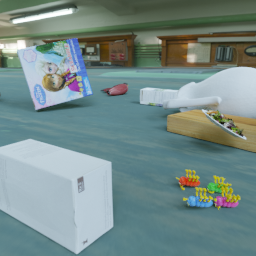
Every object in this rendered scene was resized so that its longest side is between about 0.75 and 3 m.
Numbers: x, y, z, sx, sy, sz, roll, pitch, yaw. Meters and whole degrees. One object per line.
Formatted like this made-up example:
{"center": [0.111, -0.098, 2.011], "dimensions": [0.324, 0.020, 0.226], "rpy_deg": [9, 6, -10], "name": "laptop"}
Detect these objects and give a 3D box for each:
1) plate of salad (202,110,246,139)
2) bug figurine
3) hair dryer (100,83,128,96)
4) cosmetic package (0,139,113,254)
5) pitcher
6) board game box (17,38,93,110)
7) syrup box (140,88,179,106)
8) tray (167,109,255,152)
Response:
{"center": [1.849, -0.113, 5.326], "dimensions": [0.977, 0.235, 0.977], "rpy_deg": [30, 16, -9], "name": "plate of salad"}
{"center": [1.062, 0.864, 3.789], "dimensions": [0.760, 0.252, 0.980], "rpy_deg": [6, 11, 1], "name": "bug figurine"}
{"center": [-0.699, -1.834, 13.989], "dimensions": [1.475, 0.526, 1.936], "rpy_deg": [-16, 9, 7], "name": "hair dryer"}
{"center": [-0.920, 0.695, 3.284], "dimensions": [1.499, 0.846, 0.608], "rpy_deg": [12, 19, 33], "name": "cosmetic package"}
{"center": [2.499, -0.819, 7.934], "dimensions": [2.231, 1.577, 2.601], "rpy_deg": [-18, 14, -39], "name": "pitcher"}
{"center": [-2.507, -1.892, 9.788], "dimensions": [2.078, 2.083, 0.429], "rpy_deg": [-19, 8, -20], "name": "board game box"}
{"center": [1.251, -1.191, 10.888], "dimensions": [1.498, 0.610, 0.590], "rpy_deg": [9, 17, 30], "name": "syrup box"}
{"center": [2.331, -0.005, 6.670], "dimensions": [1.263, 0.474, 2.562], "rpy_deg": [-13, 21, -42], "name": "tray"}
